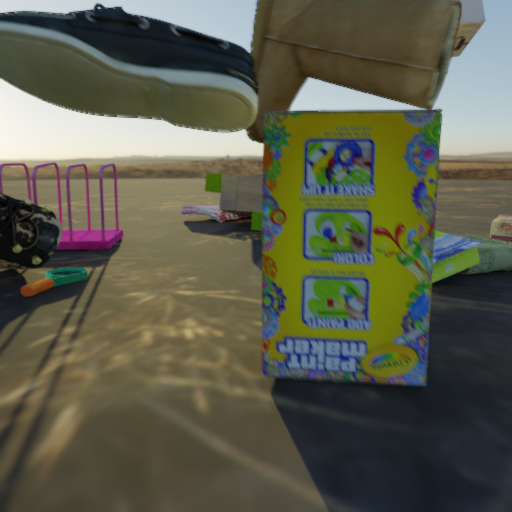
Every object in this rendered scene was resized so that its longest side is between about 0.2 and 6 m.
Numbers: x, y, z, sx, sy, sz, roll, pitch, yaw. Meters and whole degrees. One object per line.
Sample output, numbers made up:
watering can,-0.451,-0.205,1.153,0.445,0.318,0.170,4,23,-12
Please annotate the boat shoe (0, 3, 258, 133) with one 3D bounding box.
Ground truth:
boat shoe,-1.251,-1.913,5.299,2.637,0.875,0.986,9,-24,-1

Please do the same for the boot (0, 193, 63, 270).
boot,-3.439,-0.631,6.982,2.956,1.082,2.225,-13,-26,36

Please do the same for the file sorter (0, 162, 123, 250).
file sorter,-3.850,-0.962,10.400,2.422,1.519,1.683,-1,10,-5

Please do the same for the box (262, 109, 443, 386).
box,0.761,-0.184,4.716,1.195,1.886,1.958,1,9,8

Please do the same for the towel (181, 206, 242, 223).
towel,-0.679,-1.190,15.444,2.321,0.347,1.698,-6,11,-45

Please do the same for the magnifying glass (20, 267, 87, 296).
magnifying glass,-2.565,0.306,7.094,0.520,0.146,1.307,1,11,7

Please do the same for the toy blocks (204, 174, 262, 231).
toy blocks,0.683,-1.319,13.436,3.250,1.624,2.222,4,-1,18

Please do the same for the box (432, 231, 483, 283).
box,2.247,-0.002,7.500,0.907,0.355,1.488,-22,15,-10

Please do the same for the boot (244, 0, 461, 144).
boot,1.370,-2.889,9.210,3.209,2.810,1.061,20,33,24

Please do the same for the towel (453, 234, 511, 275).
towel,3.181,-0.063,8.578,1.499,0.369,2.020,-2,9,-17

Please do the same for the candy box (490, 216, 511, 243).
candy box,5.187,-0.524,11.089,0.862,0.413,1.494,6,11,28

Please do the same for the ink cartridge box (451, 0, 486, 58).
ink cartridge box,3.398,-4.080,9.601,0.507,0.897,1.223,-6,-6,0
